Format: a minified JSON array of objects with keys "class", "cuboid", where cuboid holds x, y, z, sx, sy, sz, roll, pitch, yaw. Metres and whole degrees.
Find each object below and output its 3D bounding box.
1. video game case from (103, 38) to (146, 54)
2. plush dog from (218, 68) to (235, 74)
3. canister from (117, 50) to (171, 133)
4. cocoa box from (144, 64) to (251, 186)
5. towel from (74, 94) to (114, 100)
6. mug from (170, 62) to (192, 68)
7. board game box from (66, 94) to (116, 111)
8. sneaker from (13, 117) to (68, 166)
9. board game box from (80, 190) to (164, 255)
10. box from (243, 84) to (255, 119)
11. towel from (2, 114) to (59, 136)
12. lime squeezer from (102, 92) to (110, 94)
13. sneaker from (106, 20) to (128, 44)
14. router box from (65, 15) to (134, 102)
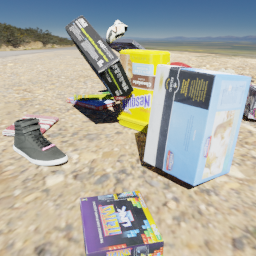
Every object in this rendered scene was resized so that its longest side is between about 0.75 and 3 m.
[{"class":"video game case","cuboid":[-0.039,-4.060,14.246,1.747,0.232,2.445,11,1,25]},{"class":"plush dog","cuboid":[3.982,-1.454,13.255,2.143,2.002,2.496,-11,-11,11]},{"class":"canister","cuboid":[0.603,-1.486,10.916,2.183,2.939,1.272,18,26,42]},{"class":"cocoa box","cuboid":[1.786,-0.176,7.446,1.816,2.723,1.787,-7,21,-42]},{"class":"towel","cuboid":[-1.798,-1.681,14.787,2.113,0.191,0.909,-3,21,-9]},{"class":"mug","cuboid":[2.137,-1.753,11.292,1.801,2.396,2.699,-20,49,-35]},{"class":"board game box","cuboid":[-1.940,-1.347,14.478,2.437,0.237,1.255,17,25,38]},{"class":"sneaker","cuboid":[-2.775,0.342,8.554,2.352,1.166,0.832,16,24,34]},{"class":"board game box","cuboid":[-0.203,1.879,5.405,1.335,0.458,1.615,-4,20,-13]},{"class":"box","cuboid":[5.686,-1.134,12.294,1.070,1.232,1.865,13,21,3]},{"class":"towel","cuboid":[-3.792,-0.078,11.089,1.450,0.229,2.013,5,22,8]},{"class":"lime squeezer","cuboid":[-0.834,-1.973,16.088,0.608,0.325,1.722,-12,24,-31]},{"class":"sneaker","cuboid":[-0.429,-3.658,10.735,0.537,0.495,1.344,25,56,6]},{"class":"router box","cuboid":[-0.996,-2.438,10.029,0.823,1.985,2.649,-36,62,-2]}]
